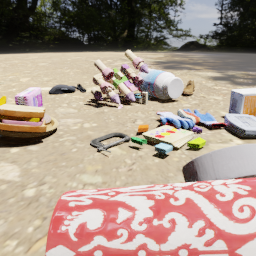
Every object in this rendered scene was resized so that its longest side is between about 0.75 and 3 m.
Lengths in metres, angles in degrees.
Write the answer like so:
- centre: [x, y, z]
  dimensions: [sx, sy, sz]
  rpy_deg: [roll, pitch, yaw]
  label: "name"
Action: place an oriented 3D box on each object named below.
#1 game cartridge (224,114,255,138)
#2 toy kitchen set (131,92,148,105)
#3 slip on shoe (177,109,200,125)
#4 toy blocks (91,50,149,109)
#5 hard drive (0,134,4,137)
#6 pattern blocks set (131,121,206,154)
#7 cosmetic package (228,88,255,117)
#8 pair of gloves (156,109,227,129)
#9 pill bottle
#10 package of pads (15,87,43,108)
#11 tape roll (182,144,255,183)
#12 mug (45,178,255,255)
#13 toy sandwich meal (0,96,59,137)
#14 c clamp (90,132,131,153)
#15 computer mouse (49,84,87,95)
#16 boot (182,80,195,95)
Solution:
- centre: [4.375, -0.102, 10.392]
  dimensions: [1.289, 0.402, 1.936]
  rpy_deg: [-1, 20, -1]
  label: "game cartridge"
- centre: [0.706, -1.646, 14.462]
  dimensions: [1.011, 0.596, 0.810]
  rpy_deg: [13, 23, 32]
  label: "toy kitchen set"
- centre: [2.367, -0.420, 11.086]
  dimensions: [0.417, 0.505, 1.362]
  rpy_deg: [-11, 21, -20]
  label: "slip on shoe"
- centre: [-0.268, -2.073, 14.374]
  dimensions: [2.576, 2.756, 2.320]
  rpy_deg: [-28, 65, -32]
  label: "toy blocks"
- centre: [-5.712, -0.010, 10.240]
  dimensions: [1.598, 0.323, 2.423]
  rpy_deg: [-14, 24, -35]
  label: "hard drive"
- centre: [1.413, 0.266, 9.505]
  dimensions: [2.827, 0.229, 2.485]
  rpy_deg: [-13, 23, -40]
  label: "pattern blocks set"
- centre: [5.545, -1.030, 11.826]
  dimensions: [2.363, 1.199, 0.842]
  rpy_deg: [-6, 20, -14]
  label: "cosmetic package"
- centre: [2.361, -0.399, 11.020]
  dimensions: [2.661, 0.303, 2.139]
  rpy_deg: [-1, 17, -21]
  label: "pair of gloves"
- centre: [1.697, -2.374, 15.238]
  dimensions: [1.452, 1.452, 2.671]
  rpy_deg: [-12, 23, -31]
  label: "pill bottle"
- centre: [-4.281, -1.093, 12.203]
  dimensions: [0.660, 1.051, 1.745]
  rpy_deg: [1, 20, 1]
  label: "package of pads"
- centre: [2.002, 0.923, 5.577]
  dimensions: [1.761, 1.761, 0.582]
  rpy_deg: [-8, 65, -4]
  label: "tape roll"
- centre: [0.514, 1.649, 3.364]
  dimensions: [2.820, 1.881, 2.503]
  rpy_deg: [-2, 17, 6]
  label: "mug"
- centre: [-3.800, -0.488, 9.985]
  dimensions: [2.886, 0.988, 2.886]
  rpy_deg: [10, 17, -3]
  label: "toy sandwich meal"
- centre: [-0.512, 0.464, 9.160]
  dimensions: [1.324, 0.210, 1.550]
  rpy_deg: [10, 23, 40]
  label: "c clamp"
- centre: [-3.705, -2.471, 16.931]
  dimensions: [2.219, 0.511, 1.558]
  rpy_deg: [-6, 21, -19]
  label: "computer mouse"
- centre: [3.543, -2.383, 16.385]
  dimensions: [0.709, 0.727, 1.926]
  rpy_deg: [9, 22, 19]
  label: "boot"
